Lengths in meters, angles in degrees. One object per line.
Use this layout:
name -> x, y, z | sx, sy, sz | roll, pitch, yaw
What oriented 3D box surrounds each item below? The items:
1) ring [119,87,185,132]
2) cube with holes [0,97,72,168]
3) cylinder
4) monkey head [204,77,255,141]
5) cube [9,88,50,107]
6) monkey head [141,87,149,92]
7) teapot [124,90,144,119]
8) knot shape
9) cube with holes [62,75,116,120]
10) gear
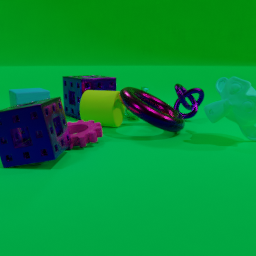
ring -> 0.687, -0.544, 7.908 | 2.058, 0.412, 2.058 | 26, 18, -9
cube with holes -> -1.897, 0.044, 5.625 | 1.057, 1.057, 1.057 | -10, 13, 8
cylinder -> -0.765, -0.598, 8.567 | 1.076, 1.076, 1.076 | 4, 14, 17
monkey head -> 2.609, -0.515, 7.011 | 1.388, 1.930, 1.163 | -27, -19, 8
cube -> -3.173, -0.707, 9.087 | 1.044, 1.044, 1.044 | -9, 17, -32
monkey head -> 0.350, -1.225, 11.039 | 1.477, 1.062, 0.890 | 24, 0, 38
teapot -> 0.205, -0.756, 9.552 | 0.720, 1.471, 0.915 | 25, 44, -14
knot shape -> 2.087, -0.951, 9.467 | 1.175, 1.255, 0.580 | -11, -3, -24
cube with holes -> -1.381, -1.136, 10.050 | 1.392, 1.392, 1.392 | -10, 18, -37
gear -> -1.305, 0.138, 6.911 | 1.328, 0.246, 1.328 | -6, 20, 2
